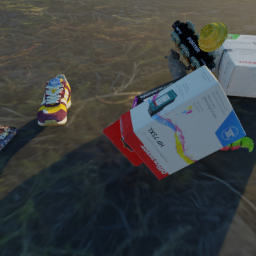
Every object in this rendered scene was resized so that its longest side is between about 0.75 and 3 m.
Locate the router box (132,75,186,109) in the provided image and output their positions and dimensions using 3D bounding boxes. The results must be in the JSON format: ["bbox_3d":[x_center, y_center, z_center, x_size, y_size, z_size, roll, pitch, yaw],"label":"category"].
[{"bbox_3d":[1.498,-0.627,8.478,2.231,0.570,1.664,-26,62,-31],"label":"router box"}]

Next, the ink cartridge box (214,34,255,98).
[{"bbox_3d":[4.406,-2.384,10.468,2.117,1.219,2.900,4,40,-2],"label":"ink cartridge box"}]

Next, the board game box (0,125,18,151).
[{"bbox_3d":[-3.744,0.312,7.948,0.726,0.185,1.072,9,38,11],"label":"board game box"}]

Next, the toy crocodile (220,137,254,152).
[{"bbox_3d":[2.487,0.389,7.338,1.502,0.507,0.464,1,70,8],"label":"toy crocodile"}]

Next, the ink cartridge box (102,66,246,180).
[{"bbox_3d":[0.927,0.081,6.159,2.693,1.565,0.906,-31,32,15],"label":"ink cartridge box"}]

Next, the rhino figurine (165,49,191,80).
[{"bbox_3d":[1.862,-2.200,10.347,0.857,0.586,1.959,2,61,-28],"label":"rhino figurine"}]

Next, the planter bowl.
[{"bbox_3d":[2.209,-2.538,7.559,0.361,0.866,0.866,20,17,-45],"label":"planter bowl"}]

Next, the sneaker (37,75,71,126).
[{"bbox_3d":[-2.200,-0.876,8.299,0.889,1.069,2.373,-2,24,-6],"label":"sneaker"}]

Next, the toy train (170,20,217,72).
[{"bbox_3d":[2.435,-2.948,10.594,1.009,1.350,2.369,-35,78,3],"label":"toy train"}]
